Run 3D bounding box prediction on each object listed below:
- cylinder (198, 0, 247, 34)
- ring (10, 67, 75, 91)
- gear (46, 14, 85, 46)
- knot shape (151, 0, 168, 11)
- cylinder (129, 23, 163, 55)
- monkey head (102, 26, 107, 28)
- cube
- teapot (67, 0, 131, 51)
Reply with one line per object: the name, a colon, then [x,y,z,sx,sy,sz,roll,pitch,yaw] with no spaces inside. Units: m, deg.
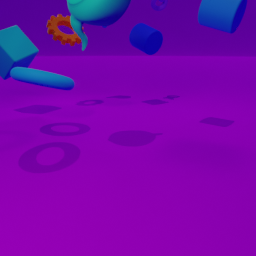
cylinder: [2.171,-2.698,6.456,0.823,0.823,0.823,28,27,25]
ring: [-2.072,-1.191,6.861,1.517,0.303,1.517,11,3,-1]
gear: [-2.146,-3.391,9.685,1.266,1.266,0.234,-11,-24,-33]
knot shape: [1.191,-4.744,10.066,0.515,1.042,1.114,22,37,8]
cylinder: [0.646,-3.189,10.036,0.882,0.882,0.882,-14,41,-39]
monkey head: [-1.127,-4.483,10.282,1.083,1.506,0.907,-28,50,-31]
cube: [-3.776,-2.413,8.988,1.074,1.074,1.074,-34,10,42]
teapot: [-0.471,-2.292,4.914,0.974,1.989,1.237,20,26,-45]
